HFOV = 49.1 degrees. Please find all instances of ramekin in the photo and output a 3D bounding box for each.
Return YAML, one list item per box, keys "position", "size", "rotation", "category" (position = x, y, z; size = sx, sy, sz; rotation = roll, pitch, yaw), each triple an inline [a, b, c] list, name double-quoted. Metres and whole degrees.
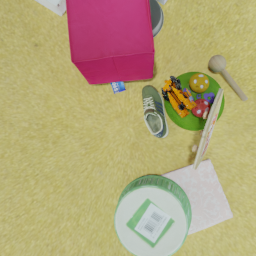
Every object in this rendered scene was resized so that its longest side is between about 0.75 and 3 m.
- position: [0.735, 2.732, 8.573]
  size: [2.448, 1.196, 2.448]
  rotation: [0, 88, 9]
  category: "ramekin"

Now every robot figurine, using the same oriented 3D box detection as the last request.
- position: [1.565, -1.014, 8.796]
  size: [0.376, 0.937, 1.292]
  rotation: [-20, 70, -33]
  category: "robot figurine"

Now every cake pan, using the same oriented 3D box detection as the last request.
- position: [0.371, -4.027, 10.070]
  size: [1.873, 0.344, 1.873]
  rotation: [0, 84, 1]
  category: "cake pan"

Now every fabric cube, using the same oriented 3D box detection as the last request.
- position: [-0.421, -2.837, 8.622]
  size: [2.358, 2.350, 2.313]
  rotation: [-5, 83, 3]
  category: "fabric cube"

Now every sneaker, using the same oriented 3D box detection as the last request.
- position: [0.831, -0.574, 9.299]
  size: [0.639, 0.856, 1.907]
  rotation: [-19, 83, 24]
  category: "sneaker"

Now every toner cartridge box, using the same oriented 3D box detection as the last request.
- position: [-0.431, -1.698, 9.849]
  size: [0.427, 0.194, 0.898]
  rotation: [-19, 83, -2]
  category: "toner cartridge box"

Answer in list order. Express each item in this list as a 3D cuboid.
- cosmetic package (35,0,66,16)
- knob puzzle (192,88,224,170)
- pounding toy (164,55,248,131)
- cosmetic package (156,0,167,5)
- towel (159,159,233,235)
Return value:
- position: [-2.835, -4.651, 9.961]
  size: [1.296, 0.731, 0.526]
  rotation: [31, 84, 2]
  category: "cosmetic package"
- position: [2.314, -0.093, 8.222]
  size: [0.339, 2.443, 2.443]
  rotation: [19, 83, 20]
  category: "knob puzzle"
- position: [2.555, -1.167, 9.243]
  size: [2.705, 1.255, 2.088]
  rotation: [-32, 84, -4]
  category: "pounding toy"
- position: [0.980, -5.185, 10.128]
  size: [1.311, 0.532, 0.740]
  rotation: [36, 84, 5]
  category: "cosmetic package"
- position: [2.161, 2.288, 9.280]
  size: [2.009, 0.339, 2.103]
  rotation: [-19, 83, -3]
  category: "towel"
